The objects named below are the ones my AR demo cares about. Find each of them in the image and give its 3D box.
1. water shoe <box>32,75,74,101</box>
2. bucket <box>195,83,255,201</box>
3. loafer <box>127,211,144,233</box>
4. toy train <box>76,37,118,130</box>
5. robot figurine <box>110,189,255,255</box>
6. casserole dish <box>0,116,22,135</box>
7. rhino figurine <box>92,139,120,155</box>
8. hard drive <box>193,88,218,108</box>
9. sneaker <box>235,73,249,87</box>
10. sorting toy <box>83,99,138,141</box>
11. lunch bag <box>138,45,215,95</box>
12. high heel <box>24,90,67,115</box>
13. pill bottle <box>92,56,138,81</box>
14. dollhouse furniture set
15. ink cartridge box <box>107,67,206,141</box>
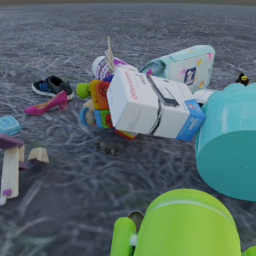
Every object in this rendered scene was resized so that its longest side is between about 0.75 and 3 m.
[{"bbox_3d":[-3.296,-1.905,12.249,2.427,0.958,0.868,19,35,30],"label":"water shoe"},{"bbox_3d":[2.838,0.386,6.630,2.588,2.588,1.684,10,42,17],"label":"bucket"},{"bbox_3d":[0.166,2.182,5.595,0.550,0.509,1.463,1,30,2],"label":"loafer"},{"bbox_3d":[-0.865,-1.197,8.048,1.461,2.525,1.069,-2,19,29],"label":"toy train"},{"bbox_3d":[0.923,2.171,4.467,2.542,1.676,2.898,7,31,12],"label":"robot figurine"},{"bbox_3d":[-4.269,-0.127,9.896,0.754,0.241,1.245,-22,36,-34],"label":"casserole dish"},{"bbox_3d":[-0.636,0.598,8.591,0.943,0.282,0.412,20,36,28],"label":"rhino figurine"},{"bbox_3d":[3.094,-1.187,11.544,2.322,0.439,1.622,14,32,24],"label":"hard drive"},{"bbox_3d":[5.056,-1.861,12.343,0.614,0.791,1.757,5,30,9],"label":"sneaker"},{"bbox_3d":[-0.257,-0.482,9.648,1.962,0.687,1.974,28,36,13],"label":"sorting toy"},{"bbox_3d":[1.370,-1.558,8.727,2.048,2.404,1.466,-20,78,-28],"label":"lunch bag"},{"bbox_3d":[-3.193,-0.990,10.816,1.675,0.804,0.564,-6,31,-11],"label":"high heel"},{"bbox_3d":[-0.646,-2.418,12.659,1.440,1.440,2.566,-16,33,-26],"label":"pill bottle"},{"bbox_3d":[-3.546,1.352,7.416,2.253,1.785,1.599,-14,68,20],"label":"dollhouse furniture set"},{"bbox_3d":[0.633,-0.576,6.883,2.037,0.858,1.473,9,38,-22],"label":"ink cartridge box"}]
